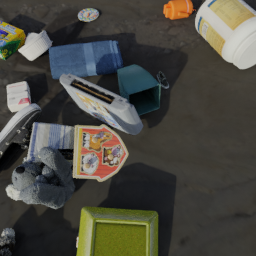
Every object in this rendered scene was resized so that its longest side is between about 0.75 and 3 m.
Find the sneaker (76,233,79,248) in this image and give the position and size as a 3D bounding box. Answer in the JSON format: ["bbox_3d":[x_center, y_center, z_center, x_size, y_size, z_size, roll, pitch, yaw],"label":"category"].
[{"bbox_3d":[-0.574,3.037,7.269,1.603,0.629,0.636,8,53,17],"label":"sneaker"}]

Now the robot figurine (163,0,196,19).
[{"bbox_3d":[2.288,-5.279,12.441,1.365,0.796,0.982,-13,18,-7],"label":"robot figurine"}]

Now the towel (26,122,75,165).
[{"bbox_3d":[-2.083,0.526,8.790,1.946,0.232,1.430,7,55,-17],"label":"towel"}]

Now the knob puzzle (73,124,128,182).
[{"bbox_3d":[-0.645,0.640,7.290,1.658,0.230,1.658,4,81,-27],"label":"knob puzzle"}]

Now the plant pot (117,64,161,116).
[{"bbox_3d":[0.265,-1.417,9.843,1.136,1.137,1.608,-19,51,-12],"label":"plant pot"}]

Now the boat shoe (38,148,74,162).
[{"bbox_3d":[-2.044,0.751,8.194,1.093,0.342,0.400,5,30,-22],"label":"boat shoe"}]

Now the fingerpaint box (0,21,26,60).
[{"bbox_3d":[-5.283,-3.690,11.536,1.617,0.593,1.349,27,62,16],"label":"fingerpaint box"}]

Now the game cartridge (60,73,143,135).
[{"bbox_3d":[-0.812,-0.701,8.829,2.657,1.769,0.552,27,69,28],"label":"game cartridge"}]

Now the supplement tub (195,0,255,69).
[{"bbox_3d":[4.071,-3.758,10.787,1.924,1.924,2.660,-23,61,-14],"label":"supplement tub"}]

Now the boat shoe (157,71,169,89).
[{"bbox_3d":[1.303,-1.819,10.538,0.279,0.274,0.773,-21,60,-13],"label":"boat shoe"}]

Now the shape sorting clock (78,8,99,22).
[{"bbox_3d":[-1.799,-5.146,12.698,0.949,0.186,0.949,0,57,0],"label":"shape sorting clock"}]

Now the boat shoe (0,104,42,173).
[{"bbox_3d":[-3.532,0.412,8.785,0.893,0.942,2.695,34,63,9],"label":"boat shoe"}]

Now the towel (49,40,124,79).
[{"bbox_3d":[-1.601,-2.599,10.811,2.736,0.664,1.528,-7,58,-6],"label":"towel"}]

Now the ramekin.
[{"bbox_3d":[-3.555,-3.167,10.892,1.301,0.606,1.301,-30,25,16],"label":"ramekin"}]

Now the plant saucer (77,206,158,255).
[{"bbox_3d":[-0.219,3.057,6.968,2.092,0.501,2.089,5,67,-6],"label":"plant saucer"}]

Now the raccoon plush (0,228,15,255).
[{"bbox_3d":[-2.608,3.535,6.772,1.479,1.068,2.208,6,57,-5],"label":"raccoon plush"}]

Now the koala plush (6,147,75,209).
[{"bbox_3d":[-2.591,1.484,7.962,1.773,1.629,1.572,2,58,27],"label":"koala plush"}]

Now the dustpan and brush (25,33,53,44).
[{"bbox_3d":[-3.703,-3.678,11.753,1.060,0.303,0.740,-2,58,7],"label":"dustpan and brush"}]

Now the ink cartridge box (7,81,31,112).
[{"bbox_3d":[-3.894,-1.123,10.014,0.721,0.420,0.990,-13,60,-8],"label":"ink cartridge box"}]
